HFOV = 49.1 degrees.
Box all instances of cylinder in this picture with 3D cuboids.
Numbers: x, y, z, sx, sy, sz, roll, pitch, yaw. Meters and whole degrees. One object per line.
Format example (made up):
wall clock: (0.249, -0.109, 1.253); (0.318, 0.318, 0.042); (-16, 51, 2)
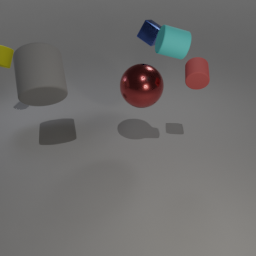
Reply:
cylinder: (-4.681, -2.655, 10.414); (0.700, 0.700, 0.700); (13, 1, 0)
cylinder: (-2.588, -1.543, 8.289); (1.400, 1.400, 1.400); (-9, 74, -14)
cylinder: (1.118, -2.147, 7.023); (0.700, 0.700, 0.700); (10, 30, -13)
cylinder: (2.076, -1.640, 8.426); (0.700, 0.700, 0.700); (4, 53, 6)

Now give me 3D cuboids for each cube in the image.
cube: (0.882, -3.638, 10.697); (0.700, 0.700, 0.700); (36, 30, 6)

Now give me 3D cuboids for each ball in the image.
ball: (0.436, -1.339, 8.936); (1.400, 1.400, 1.400); (0, 32, 0)
